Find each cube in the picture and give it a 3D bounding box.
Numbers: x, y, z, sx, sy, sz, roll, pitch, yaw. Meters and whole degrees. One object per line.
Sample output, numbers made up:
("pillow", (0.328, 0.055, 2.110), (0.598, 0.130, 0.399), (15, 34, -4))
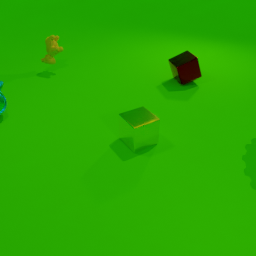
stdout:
("cube", (0.280, 0.022, 7.318), (0.784, 0.784, 0.784), (-19, 39, -25))
("cube", (2.093, -2.205, 10.301), (0.828, 0.828, 0.828), (-26, 37, 0))

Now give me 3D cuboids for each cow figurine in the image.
("cow figurine", (-3.044, -3.030, 10.973), (1.008, 1.024, 0.562), (-16, 4, 29))

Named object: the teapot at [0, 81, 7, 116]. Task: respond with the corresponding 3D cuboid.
("teapot", (-3.986, -0.674, 8.084), (0.787, 0.999, 1.607), (-6, 60, 36))
